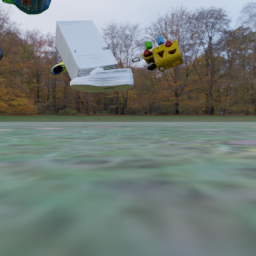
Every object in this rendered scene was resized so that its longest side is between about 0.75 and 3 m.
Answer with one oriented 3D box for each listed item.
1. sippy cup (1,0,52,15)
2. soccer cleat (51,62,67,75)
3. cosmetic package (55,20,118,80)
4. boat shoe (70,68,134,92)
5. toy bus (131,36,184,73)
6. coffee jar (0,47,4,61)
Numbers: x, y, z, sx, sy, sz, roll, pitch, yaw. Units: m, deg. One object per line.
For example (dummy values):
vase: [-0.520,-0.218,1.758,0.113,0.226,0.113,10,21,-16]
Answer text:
sippy cup: [-1.887,-2.748,5.500,0.880,1.120,0.821,34,-4,-24]
soccer cleat: [-2.687,-2.754,12.335,1.494,0.483,0.625,-30,19,-7]
cosmetic package: [-1.795,-3.098,11.550,1.688,2.992,1.214,-14,-31,-26]
boat shoe: [-0.922,-1.750,9.846,2.216,0.759,0.798,-4,-14,6]
toy bus: [1.262,-2.606,10.711,1.656,0.907,1.755,-6,-17,-28]
coffee jar: [-2.845,-1.547,5.782,0.471,0.385,0.903,48,-15,-24]
